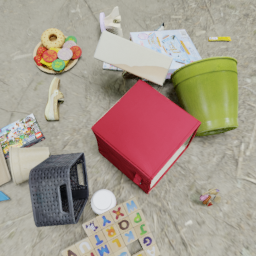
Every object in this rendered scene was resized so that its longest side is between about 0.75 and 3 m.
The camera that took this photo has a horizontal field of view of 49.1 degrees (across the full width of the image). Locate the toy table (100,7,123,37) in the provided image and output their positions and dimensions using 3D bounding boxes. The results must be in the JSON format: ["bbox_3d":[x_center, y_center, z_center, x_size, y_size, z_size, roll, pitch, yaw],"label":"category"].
[{"bbox_3d":[-0.754,-4.688,12.550,0.865,1.358,1.478,-7,53,5],"label":"toy table"}]

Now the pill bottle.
[{"bbox_3d":[-0.791,2.524,9.345,0.824,1.581,0.824,0,67,0],"label":"pill bottle"}]

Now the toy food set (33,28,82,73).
[{"bbox_3d":[-3.130,-3.346,12.358,2.102,0.516,2.123,25,69,10],"label":"toy food set"}]

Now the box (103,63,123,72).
[{"bbox_3d":[-0.626,-2.837,12.335,0.878,0.181,0.685,7,68,4],"label":"box"}]

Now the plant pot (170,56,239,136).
[{"bbox_3d":[3.045,-1.011,10.538,2.532,2.532,2.438,-8,79,-3],"label":"plant pot"}]

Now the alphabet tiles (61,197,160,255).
[{"bbox_3d":[-0.565,3.794,8.936,2.773,0.105,2.318,-26,104,-10],"label":"alphabet tiles"}]

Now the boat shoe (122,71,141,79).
[{"bbox_3d":[0.622,-2.400,11.906,1.767,0.652,0.654,-24,73,-10],"label":"boat shoe"}]

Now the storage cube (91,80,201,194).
[{"bbox_3d":[0.591,0.364,9.801,2.554,2.428,2.841,38,73,16],"label":"storage cube"}]

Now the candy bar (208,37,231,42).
[{"bbox_3d":[4.214,-4.096,12.888,1.066,0.118,0.266,-2,64,0],"label":"candy bar"}]

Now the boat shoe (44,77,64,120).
[{"bbox_3d":[-2.914,-1.171,11.420,0.614,0.684,1.848,7,78,-1],"label":"boat shoe"}]

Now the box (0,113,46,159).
[{"bbox_3d":[-4.242,0.302,10.955,1.676,0.316,1.145,-28,70,-11],"label":"box"}]

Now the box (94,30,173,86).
[{"bbox_3d":[0.217,-2.375,9.677,2.501,1.188,0.972,23,101,5],"label":"box"}]

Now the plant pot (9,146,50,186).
[{"bbox_3d":[-3.447,1.259,10.096,1.308,1.429,1.429,-8,67,-16],"label":"plant pot"}]

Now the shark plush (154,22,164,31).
[{"bbox_3d":[1.371,-4.557,12.954,0.483,0.527,1.160,11,69,38],"label":"shark plush"}]

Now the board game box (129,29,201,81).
[{"bbox_3d":[1.567,-3.142,11.795,2.586,0.533,2.593,-6,53,-10],"label":"board game box"}]

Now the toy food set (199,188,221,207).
[{"bbox_3d":[2.738,2.313,9.391,0.722,1.136,0.179,-25,47,0],"label":"toy food set"}]

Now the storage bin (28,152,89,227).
[{"bbox_3d":[-2.078,1.844,8.917,1.184,2.526,1.708,-5,96,3],"label":"storage bin"}]

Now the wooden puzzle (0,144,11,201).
[{"bbox_3d":[-5.247,1.545,10.371,1.861,0.323,2.759,-21,70,4],"label":"wooden puzzle"}]
